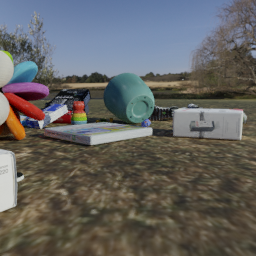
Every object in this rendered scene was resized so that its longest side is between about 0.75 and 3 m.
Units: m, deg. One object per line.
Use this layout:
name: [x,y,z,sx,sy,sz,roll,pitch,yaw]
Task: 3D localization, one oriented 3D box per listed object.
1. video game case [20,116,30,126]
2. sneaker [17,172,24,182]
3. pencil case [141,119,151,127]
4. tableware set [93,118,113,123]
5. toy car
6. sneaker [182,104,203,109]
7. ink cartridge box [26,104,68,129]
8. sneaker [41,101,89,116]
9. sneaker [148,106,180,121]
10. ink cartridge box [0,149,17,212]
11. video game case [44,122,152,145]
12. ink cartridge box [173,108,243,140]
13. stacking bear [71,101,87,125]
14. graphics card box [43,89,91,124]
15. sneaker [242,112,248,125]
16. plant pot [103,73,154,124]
video game case: [-5.666,-0.438,12.640,2.863,0.255,2.049,11,9,26]
sneaker: [-2.212,0.701,4.709,0.844,0.472,0.308,-3,8,-21]
pencil case: [0.782,-0.198,12.056,0.293,0.326,0.751,-24,2,16]
tableware set: [-1.158,-0.368,13.759,0.902,0.205,1.339,4,8,25]
toy car: [-3.645,-0.995,8.893,2.149,2.865,2.508,4,-9,-9]
sneaker: [3.816,-0.894,15.823,1.138,0.755,2.000,6,16,37]
ink cartridge box: [-3.509,-0.533,12.210,0.810,0.381,1.723,6,30,31]
sneaker: [-3.554,-0.964,15.435,2.848,1.075,1.621,9,19,40]
sneaker: [1.831,-0.690,14.875,2.069,0.783,1.195,4,-6,17]
ink cartridge box: [-2.620,0.676,3.614,1.921,0.814,1.399,3,8,31]
video game case: [-0.995,0.138,9.589,2.521,0.305,2.769,7,10,43]
ink cartridge box: [2.767,-0.186,9.663,2.180,0.925,1.588,4,9,22]
stacking bear: [-1.915,-0.463,10.860,0.698,1.150,0.654,-3,8,-24]
graphics card box: [-3.084,-1.158,14.202,1.640,0.665,2.614,1,35,15]
sneaker: [5.180,-0.496,13.367,0.716,0.535,1.596,6,12,11]
plant pot: [0.189,-1.256,13.250,2.259,2.259,1.813,-4,29,-25]
